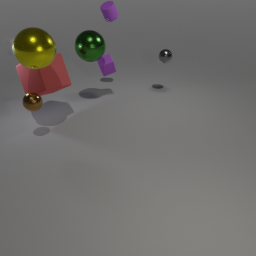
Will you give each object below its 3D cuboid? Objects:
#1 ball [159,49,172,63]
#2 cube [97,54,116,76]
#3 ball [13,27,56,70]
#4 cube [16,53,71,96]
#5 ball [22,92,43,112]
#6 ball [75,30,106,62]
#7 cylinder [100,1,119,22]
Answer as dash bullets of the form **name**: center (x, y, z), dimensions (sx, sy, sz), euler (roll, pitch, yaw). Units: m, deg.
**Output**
- **ball**: center (1.936, -3.712, 14.459), dimensions (0.700, 0.700, 0.700), euler (0, 29, 0)
- **cube**: center (-1.072, -3.139, 13.986), dimensions (0.700, 0.700, 0.700), euler (-22, 51, -4)
- **ball**: center (-3.164, -2.690, 9.537), dimensions (1.400, 1.400, 1.400), euler (0, 29, 0)
- **cube**: center (-3.479, -2.166, 11.614), dimensions (1.400, 1.400, 1.400), euler (-13, 8, 39)
- **ball**: center (-3.471, -0.949, 10.187), dimensions (0.700, 0.700, 0.700), euler (0, 29, 0)
- **ball**: center (-1.722, -3.725, 12.764), dimensions (1.400, 1.400, 1.400), euler (0, 29, 0)
- **cylinder**: center (-0.884, -5.589, 13.441), dimensions (0.700, 0.700, 0.700), euler (-11, 52, 15)
